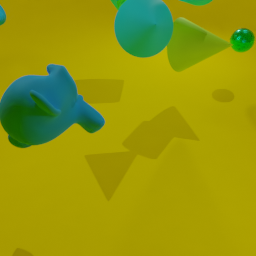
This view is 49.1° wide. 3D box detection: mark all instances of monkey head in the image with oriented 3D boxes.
[{"bbox_3d":[-1.136,-0.167,4.177,1.411,1.961,1.182,40,56,-12],"label":"monkey head"}]

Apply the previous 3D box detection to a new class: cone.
[{"bbox_3d":[0.460,-2.225,6.107,1.446,1.446,1.451,-4,18,-5],"label":"cone"},{"bbox_3d":[2.140,-2.303,7.793,1.546,1.540,1.540,12,39,37],"label":"cone"}]

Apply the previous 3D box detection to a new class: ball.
[{"bbox_3d":[3.807,-2.918,9.341,0.786,0.786,0.786,0,40,0],"label":"ball"}]

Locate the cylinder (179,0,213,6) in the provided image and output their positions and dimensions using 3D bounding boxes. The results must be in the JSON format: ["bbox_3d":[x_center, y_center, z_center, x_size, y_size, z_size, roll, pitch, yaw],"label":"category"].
[{"bbox_3d":[1.686,-3.717,6.997,1.131,1.131,1.131,23,26,25],"label":"cylinder"}]

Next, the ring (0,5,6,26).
[{"bbox_3d":[-3.989,-3.294,7.515,1.437,0.287,1.437,35,29,-23],"label":"ring"}]

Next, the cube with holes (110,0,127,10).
[{"bbox_3d":[-0.225,-4.957,9.074,1.363,1.363,1.363,-37,9,6],"label":"cube with holes"}]
